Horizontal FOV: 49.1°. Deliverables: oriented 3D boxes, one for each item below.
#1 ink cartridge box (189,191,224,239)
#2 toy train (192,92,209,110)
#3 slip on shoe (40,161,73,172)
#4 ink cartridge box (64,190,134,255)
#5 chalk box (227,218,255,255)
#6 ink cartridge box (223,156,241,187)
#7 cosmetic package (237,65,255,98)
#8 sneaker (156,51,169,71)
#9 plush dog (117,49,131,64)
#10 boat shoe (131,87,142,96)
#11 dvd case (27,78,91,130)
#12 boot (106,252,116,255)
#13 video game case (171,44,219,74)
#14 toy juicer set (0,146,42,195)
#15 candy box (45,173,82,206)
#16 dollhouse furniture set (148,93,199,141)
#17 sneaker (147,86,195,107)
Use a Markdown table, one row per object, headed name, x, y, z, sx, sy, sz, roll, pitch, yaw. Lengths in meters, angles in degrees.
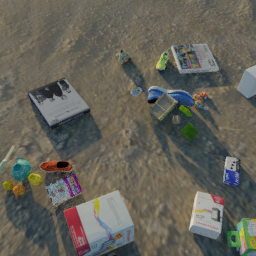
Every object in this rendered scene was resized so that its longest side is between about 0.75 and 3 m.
| name | x | y | z | sx | sy | sz | roll | pitch | yaw |
| --- | --- | --- | --- | --- | --- | --- | --- | --- | --- |
| ink cartridge box | 2.537 | 2.768 | 8.969 | 0.906 | 0.526 | 1.227 | 13 | 49 | 11 |
| toy train | 3.307 | -1.300 | 12.600 | 0.800 | 0.296 | 1.065 | 5 | 49 | 4 |
| slip on shoe | -2.637 | 1.378 | 10.262 | 1.215 | 0.372 | 0.450 | 2 | 51 | 4 |
| ink cartridge box | -0.818 | 2.922 | 8.338 | 1.737 | 1.262 | 1.257 | -19 | 52 | -15 |
| chalk box | 3.723 | 3.301 | 8.241 | 1.506 | 0.934 | 0.940 | 4 | 49 | 3 |
| ink cartridge box | 3.781 | 1.570 | 10.179 | 0.508 | 0.239 | 1.080 | 13 | 51 | 12 |
| cosmetic package | 5.803 | -2.179 | 12.752 | 1.195 | 1.191 | 0.735 | -25 | 55 | -21 |
| sneaker | 1.756 | -3.432 | 14.280 | 0.508 | 0.515 | 1.348 | 11 | 51 | 8 |
| plush dog | -0.144 | -3.758 | 14.582 | 0.686 | 0.641 | 0.799 | 6 | 45 | -26 |
| boat shoe | 0.336 | -1.573 | 12.493 | 0.305 | 0.279 | 0.848 | 44 | 37 | 0 |
| dvd case | -3.103 | -1.162 | 12.470 | 1.905 | 0.313 | 2.535 | -27 | 55 | -22 |
| boot | -0.618 | 4.416 | 7.468 | 1.338 | 0.650 | 1.778 | 35 | 62 | 28 |
| video game case | 3.452 | -3.656 | 14.656 | 1.980 | 0.250 | 2.173 | -4 | 51 | -4 |
| toy juicer set | -4.002 | 1.643 | 10.033 | 1.162 | 0.497 | 1.827 | -44 | 64 | -10 |
| candy box | -2.170 | 2.096 | 9.518 | 1.052 | 0.321 | 0.717 | -22 | 77 | -19 |
| dollhouse furniture set | 1.930 | -0.449 | 11.451 | 1.056 | 0.816 | 2.114 | -48 | 55 | 4 |
| sneaker | 1.842 | -1.154 | 12.269 | 2.111 | 0.829 | 0.941 | 10 | 63 | 14 |
